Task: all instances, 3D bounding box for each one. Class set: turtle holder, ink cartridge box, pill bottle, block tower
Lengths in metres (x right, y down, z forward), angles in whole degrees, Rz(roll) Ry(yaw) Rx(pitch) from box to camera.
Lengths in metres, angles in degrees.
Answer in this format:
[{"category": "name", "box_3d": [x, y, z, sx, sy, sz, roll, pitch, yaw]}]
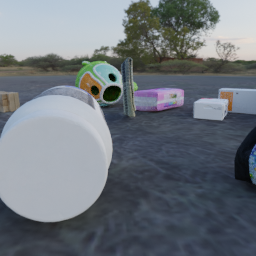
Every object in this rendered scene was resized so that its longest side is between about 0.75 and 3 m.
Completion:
[{"category": "turtle holder", "box_3d": [-1.004, -1.812, 12.719, 2.619, 1.990, 1.860, 30, 8, -47]}, {"category": "ink cartridge box", "box_3d": [3.001, -0.702, 10.105, 1.003, 0.584, 1.385, 6, 14, 24]}, {"category": "pill bottle", "box_3d": [-1.014, 0.182, 4.240, 1.482, 1.482, 2.605, -2, 13, -8]}, {"category": "block tower", "box_3d": [-5.894, -1.165, 11.717, 2.798, 0.809, 0.756, 4, 13, 22]}]

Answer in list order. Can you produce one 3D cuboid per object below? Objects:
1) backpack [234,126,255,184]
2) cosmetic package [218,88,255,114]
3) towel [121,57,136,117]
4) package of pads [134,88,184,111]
[{"category": "backpack", "box_3d": [2.745, 0.345, 3.876, 1.577, 1.487, 1.934, -30, 38, -25]}, {"category": "cosmetic package", "box_3d": [4.480, -1.048, 10.913, 1.796, 0.911, 0.640, 7, 15, 30]}, {"category": "towel", "box_3d": [0.048, -1.338, 9.586, 0.337, 1.951, 1.878, -4, 6, -7]}, {"category": "package of pads", "box_3d": [1.277, -1.224, 11.818, 1.328, 0.834, 2.204, 10, 16, 37]}]
